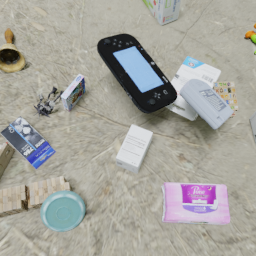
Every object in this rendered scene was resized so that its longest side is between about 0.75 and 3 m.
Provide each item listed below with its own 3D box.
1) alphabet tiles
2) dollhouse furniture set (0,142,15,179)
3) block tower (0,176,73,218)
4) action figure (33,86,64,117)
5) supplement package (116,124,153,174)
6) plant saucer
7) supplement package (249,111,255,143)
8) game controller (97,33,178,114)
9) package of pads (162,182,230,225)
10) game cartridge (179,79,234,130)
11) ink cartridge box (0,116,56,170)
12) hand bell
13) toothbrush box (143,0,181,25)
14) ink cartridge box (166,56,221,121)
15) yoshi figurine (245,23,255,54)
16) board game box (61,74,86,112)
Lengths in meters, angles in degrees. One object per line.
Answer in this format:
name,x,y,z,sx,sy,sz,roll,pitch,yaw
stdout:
alphabet tiles,3.324,-0.970,9.429,1.011,0.046,1.209,-6,86,-31
dollhouse furniture set,-4.426,0.682,7.996,1.332,1.890,1.324,16,65,8
block tower,-2.851,2.002,8.046,2.445,0.707,0.660,-11,65,-7
action figure,-2.731,-0.883,9.475,0.734,0.630,1.234,33,66,3
supplement package,0.201,0.651,8.651,0.729,0.738,1.217,22,66,10
plant saucer,-1.791,2.341,7.763,1.230,0.169,1.230,-2,99,-13
supplement package,4.652,0.245,8.666,1.064,1.061,1.815,-2,64,-1
game controller,0.276,-1.735,8.516,1.486,0.600,2.849,-29,75,-23
package of pads,1.874,2.131,7.960,1.831,0.693,1.103,2,64,1
game cartridge,2.214,-0.746,7.851,1.487,2.233,0.464,45,116,13
ink cartridge box,-3.206,0.447,8.988,1.731,0.339,0.861,39,70,16
hand bell,-4.471,-3.138,10.571,1.064,1.064,2.044,-14,52,-7
toothbrush box,1.268,-5.380,11.190,0.846,1.432,1.966,-24,67,-11
ink cartridge box,2.054,-1.203,9.523,1.311,0.767,2.260,28,67,13
yoshi figurine,5.118,-3.198,10.518,0.889,0.893,1.588,-32,70,3
board game box,-1.799,-1.151,9.349,0.209,1.014,1.011,32,70,7
